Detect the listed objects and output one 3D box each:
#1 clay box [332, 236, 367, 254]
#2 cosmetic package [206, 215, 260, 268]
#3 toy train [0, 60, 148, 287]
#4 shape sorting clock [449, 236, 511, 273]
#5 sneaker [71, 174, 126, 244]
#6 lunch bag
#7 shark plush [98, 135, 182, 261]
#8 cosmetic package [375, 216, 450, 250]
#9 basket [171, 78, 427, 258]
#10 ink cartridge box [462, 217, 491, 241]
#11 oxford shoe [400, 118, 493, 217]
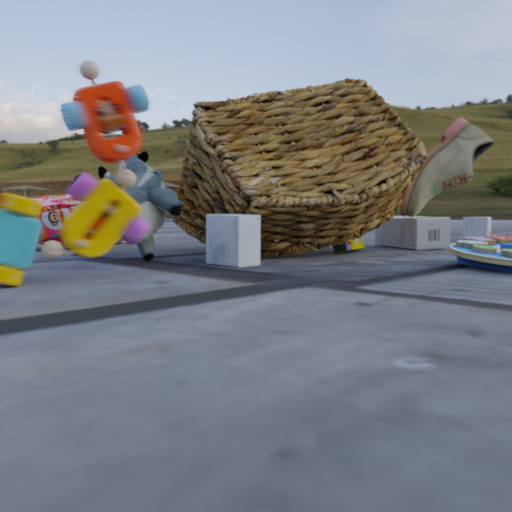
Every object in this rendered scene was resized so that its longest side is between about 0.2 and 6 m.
[{"bbox_3d":[1.876,-0.470,11.413,0.313,0.756,1.316,-18,-4,31],"label":"clay box"},{"bbox_3d":[-0.364,-0.249,8.731,0.793,0.790,0.487,5,7,45],"label":"cosmetic package"},{"bbox_3d":[-2.479,-0.895,6.629,2.896,2.175,0.805,-27,11,-22],"label":"toy train"},{"bbox_3d":[4.241,-0.070,8.318,2.615,0.513,2.615,0,5,0],"label":"shape sorting clock"},{"bbox_3d":[-4.383,-1.291,14.961,1.224,1.370,3.430,-7,23,-32],"label":"sneaker"},{"bbox_3d":[-4.488,-0.887,12.818,2.267,1.055,2.574,-15,17,-31],"label":"lunch bag"},{"bbox_3d":[-2.101,-1.274,9.446,1.165,2.798,1.271,14,-39,-32],"label":"shark plush"},{"bbox_3d":[3.484,-0.532,12.646,0.908,0.716,1.687,-4,7,-20],"label":"cosmetic package"},{"bbox_3d":[0.840,-1.197,11.005,4.179,2.983,3.113,-17,-29,-28],"label":"basket"},{"bbox_3d":[6.102,-0.745,15.481,0.656,0.659,0.907,3,6,29],"label":"ink cartridge box"},{"bbox_3d":[4.083,-1.809,12.038,0.991,2.686,0.951,34,-10,24],"label":"oxford shoe"}]
